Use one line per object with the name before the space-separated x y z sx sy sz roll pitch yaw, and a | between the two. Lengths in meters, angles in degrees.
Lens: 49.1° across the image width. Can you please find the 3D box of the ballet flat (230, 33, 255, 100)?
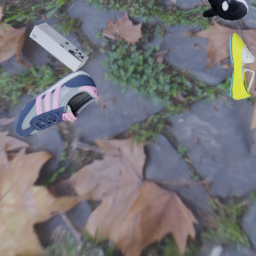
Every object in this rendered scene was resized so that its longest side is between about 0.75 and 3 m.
ballet flat | 2.818 -1.500 6.882 0.549 1.638 0.547 6 23 33

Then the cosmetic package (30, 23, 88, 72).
cosmetic package | -1.936 -2.321 8.003 1.558 0.395 0.643 38 28 -8

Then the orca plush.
orca plush | 1.984 -2.996 6.542 0.752 1.113 2.115 -34 55 21

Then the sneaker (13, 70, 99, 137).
sneaker | -1.141 -0.272 4.435 1.528 0.536 0.627 -39 56 4
